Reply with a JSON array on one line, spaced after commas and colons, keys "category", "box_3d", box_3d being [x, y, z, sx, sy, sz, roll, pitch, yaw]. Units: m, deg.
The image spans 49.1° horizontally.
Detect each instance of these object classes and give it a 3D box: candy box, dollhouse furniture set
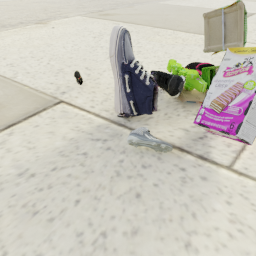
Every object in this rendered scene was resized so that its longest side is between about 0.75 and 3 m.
[{"category": "candy box", "box_3d": [2.993, -0.937, 7.556, 0.745, 2.442, 1.665, 25, 0, -29]}, {"category": "dollhouse furniture set", "box_3d": [3.683, -2.723, 9.695, 1.419, 2.828, 1.853, -9, 13, -24]}]

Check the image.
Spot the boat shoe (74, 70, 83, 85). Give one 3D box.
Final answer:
[{"category": "boat shoe", "box_3d": [-1.903, -1.951, 10.836, 0.241, 0.769, 0.281, 39, 71, 18]}]

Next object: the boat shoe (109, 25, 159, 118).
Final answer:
[{"category": "boat shoe", "box_3d": [0.264, -1.670, 8.499, 1.304, 2.813, 1.050, 5, 21, 25]}]

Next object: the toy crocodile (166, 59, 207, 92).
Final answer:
[{"category": "toy crocodile", "box_3d": [2.202, -2.002, 10.660, 0.640, 0.700, 2.074, -25, 46, -28]}]

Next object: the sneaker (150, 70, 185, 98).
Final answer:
[{"category": "sneaker", "box_3d": [1.286, -1.641, 10.058, 0.939, 0.812, 2.144, 15, 12, -14]}]

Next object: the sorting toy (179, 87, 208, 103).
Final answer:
[{"category": "sorting toy", "box_3d": [2.418, -1.254, 10.405, 1.233, 0.222, 1.655, 0, 27, -4]}]

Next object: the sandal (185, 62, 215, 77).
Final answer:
[{"category": "sandal", "box_3d": [3.291, -2.393, 11.576, 1.979, 0.743, 0.446, 9, -8, 14]}]

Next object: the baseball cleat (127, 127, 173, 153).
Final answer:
[{"category": "baseball cleat", "box_3d": [0.630, 0.281, 7.660, 1.281, 0.447, 0.682, 11, 53, 13]}]
